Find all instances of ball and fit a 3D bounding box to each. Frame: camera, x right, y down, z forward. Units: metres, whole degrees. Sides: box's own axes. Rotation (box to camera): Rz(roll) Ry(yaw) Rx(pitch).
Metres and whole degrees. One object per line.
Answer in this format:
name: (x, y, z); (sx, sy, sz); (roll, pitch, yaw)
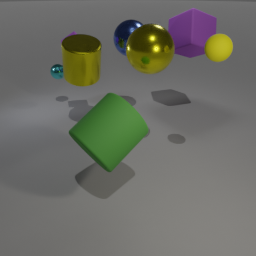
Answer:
ball: (-3.223, -2.593, 12.906); (0.700, 0.700, 0.700); (0, 28, 0)
ball: (2.332, -2.064, 7.226); (0.700, 0.700, 0.700); (0, 28, 0)
ball: (0.126, -3.512, 10.995); (1.400, 1.400, 1.400); (0, 28, 0)
ball: (0.636, -2.253, 8.049); (1.400, 1.400, 1.400); (0, 28, 0)

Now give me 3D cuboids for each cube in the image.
cube: (2.604, -3.813, 11.465); (1.400, 1.400, 1.400); (4, -2, -34)
cube: (-2.138, -3.207, 11.035); (0.700, 0.700, 0.700); (-28, 51, 17)

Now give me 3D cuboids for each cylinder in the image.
cylinder: (-0.463, 0.107, 6.815); (1.400, 1.400, 1.400); (-46, 44, -13)
cylinder: (-1.693, -2.484, 10.285); (1.400, 1.400, 1.400); (4, 44, -4)
